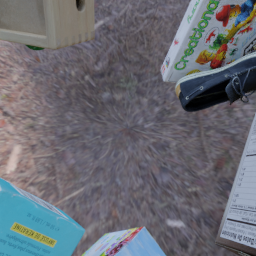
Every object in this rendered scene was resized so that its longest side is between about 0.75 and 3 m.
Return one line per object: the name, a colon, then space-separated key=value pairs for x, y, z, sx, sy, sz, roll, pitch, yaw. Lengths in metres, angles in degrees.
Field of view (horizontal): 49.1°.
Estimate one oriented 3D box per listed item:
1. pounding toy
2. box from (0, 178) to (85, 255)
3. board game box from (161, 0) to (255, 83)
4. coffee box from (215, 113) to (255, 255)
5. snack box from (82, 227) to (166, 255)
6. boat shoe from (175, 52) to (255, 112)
pounding toy: x=-1.683 y=-2.405 z=5.258 sx=2.110 sy=2.292 sz=1.629 roll=16 pitch=32 yaw=24
box: x=-1.592 y=1.808 z=2.532 sx=0.642 sy=1.075 sz=2.612 roll=10 pitch=64 yaw=52
board game box: x=1.544 y=-1.566 z=4.443 sx=1.389 sy=2.201 sz=0.381 roll=4 pitch=52 yaw=-15
coffee box: x=2.224 y=0.390 z=3.114 sx=1.492 sy=1.053 sz=2.639 roll=28 pitch=73 yaw=-14
snack box: x=0.171 y=2.316 z=4.071 sx=0.636 sy=1.881 sz=1.586 roll=-35 pitch=82 yaw=-28
boat shoe: x=1.692 y=-0.689 z=4.480 sx=1.891 sy=0.705 sz=0.589 roll=-14 pitch=53 yaw=22
